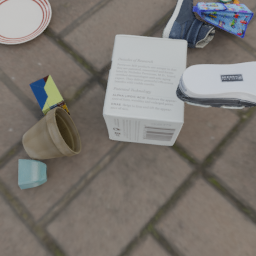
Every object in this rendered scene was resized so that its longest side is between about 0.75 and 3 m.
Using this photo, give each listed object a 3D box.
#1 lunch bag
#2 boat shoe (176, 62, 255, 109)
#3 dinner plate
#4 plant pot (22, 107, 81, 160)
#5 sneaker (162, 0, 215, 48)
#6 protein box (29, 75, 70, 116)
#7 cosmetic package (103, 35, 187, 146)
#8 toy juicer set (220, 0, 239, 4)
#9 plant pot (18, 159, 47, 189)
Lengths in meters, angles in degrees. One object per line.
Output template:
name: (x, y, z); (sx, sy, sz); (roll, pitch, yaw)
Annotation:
lunch bag: (3.510, -4.372, 10.857); (2.063, 0.971, 1.553); (12, 36, -1)
boat shoe: (2.644, -0.923, 6.872); (2.925, 0.991, 1.049); (-2, 71, -5)
dinner plate: (-4.648, -4.646, 11.718); (2.926, 0.355, 2.926); (0, 70, 0)
plant pot: (-2.600, 0.335, 9.308); (1.462, 1.685, 1.685); (-23, 70, 8)
sneaker: (2.698, -4.350, 11.175); (1.863, 0.980, 2.578); (20, 79, 18)
protein box: (-2.743, -0.990, 9.907); (0.790, 1.171, 1.163); (-28, 72, -10)
cosmetic package: (0.599, -1.163, 9.344); (2.338, 2.336, 2.834); (6, 69, 3)
toy juicer set: (4.305, -5.692, 12.100); (0.833, 0.356, 1.309); (-22, 71, -8)
plant pot: (-3.108, 1.498, 9.208); (0.852, 0.837, 0.834); (-2, 69, -16)
